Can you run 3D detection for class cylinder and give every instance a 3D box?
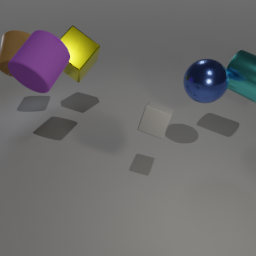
[{"bbox_3d":[-4.410,-2.949,11.342,1.400,1.400,1.400,0,72,-1],"label":"cylinder"},{"bbox_3d":[-2.736,-2.053,8.756,1.400,1.400,1.400,14,62,23],"label":"cylinder"},{"bbox_3d":[4.208,-1.785,9.700,1.400,1.400,1.400,34,43,24],"label":"cylinder"}]

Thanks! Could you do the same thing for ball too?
[{"bbox_3d":[2.473,-1.487,8.921,1.400,1.400,1.400,0,31,0],"label":"ball"}]

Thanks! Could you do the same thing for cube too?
[{"bbox_3d":[0.741,-0.227,7.458,0.700,0.700,0.700,21,19,7],"label":"cube"},{"bbox_3d":[-2.160,-3.001,11.560,1.400,1.400,1.400,36,74,-3],"label":"cube"}]
